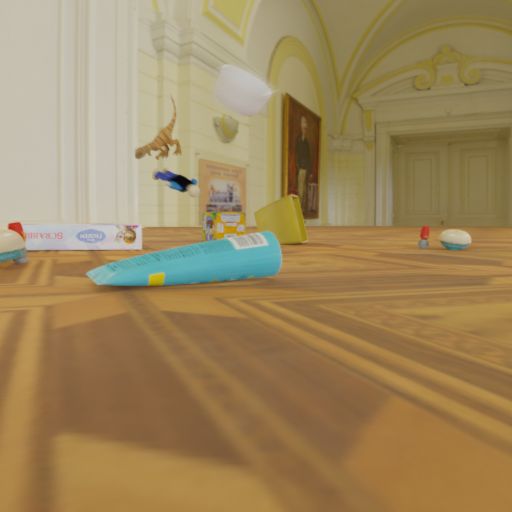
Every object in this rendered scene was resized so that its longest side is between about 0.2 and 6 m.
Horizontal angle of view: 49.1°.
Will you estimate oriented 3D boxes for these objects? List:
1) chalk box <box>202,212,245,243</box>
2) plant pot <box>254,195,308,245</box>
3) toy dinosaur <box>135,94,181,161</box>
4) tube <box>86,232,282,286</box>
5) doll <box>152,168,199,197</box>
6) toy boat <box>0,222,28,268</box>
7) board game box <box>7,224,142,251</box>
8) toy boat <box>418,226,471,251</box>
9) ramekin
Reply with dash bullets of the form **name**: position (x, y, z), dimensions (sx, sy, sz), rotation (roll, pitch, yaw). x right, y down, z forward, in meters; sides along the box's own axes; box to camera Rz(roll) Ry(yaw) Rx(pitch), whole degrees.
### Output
- **chalk box**: position (-1.004, -0.794, 16.138), dimensions (0.930, 0.923, 1.490), rotation (-1, 4, -25)
- **plant pot**: position (0.689, -0.942, 16.211), dimensions (1.214, 1.376, 1.376), rotation (-13, 1, 13)
- **toy dinosaur**: position (-2.093, -2.790, 13.024), dimensions (0.542, 1.795, 0.953), rotation (15, -30, 30)
- **tube**: position (-0.799, 0.098, 6.571), dimensions (2.224, 0.560, 0.861), rotation (-7, 4, -24)
- **doll**: position (-1.651, -1.587, 12.029), dimensions (0.871, 0.309, 1.277), rotation (-14, 34, -42)
- **toy boat**: position (-4.033, -0.089, 8.731), dimensions (1.250, 0.691, 1.487), rotation (-4, 11, 10)
- **board game box**: position (-4.419, -0.514, 14.245), dimensions (2.994, 0.616, 2.987), rotation (-1, 4, -13)
- **toy boat**: position (4.520, -0.364, 13.462), dimensions (1.200, 0.558, 1.009), rotation (11, 13, 29)
- **ramekin**: position (-0.260, -2.770, 9.471), dimensions (0.933, 0.490, 0.933), rotation (25, 28, -15)
